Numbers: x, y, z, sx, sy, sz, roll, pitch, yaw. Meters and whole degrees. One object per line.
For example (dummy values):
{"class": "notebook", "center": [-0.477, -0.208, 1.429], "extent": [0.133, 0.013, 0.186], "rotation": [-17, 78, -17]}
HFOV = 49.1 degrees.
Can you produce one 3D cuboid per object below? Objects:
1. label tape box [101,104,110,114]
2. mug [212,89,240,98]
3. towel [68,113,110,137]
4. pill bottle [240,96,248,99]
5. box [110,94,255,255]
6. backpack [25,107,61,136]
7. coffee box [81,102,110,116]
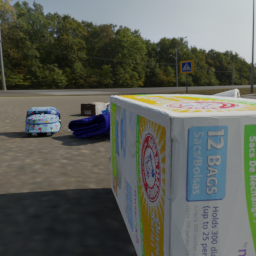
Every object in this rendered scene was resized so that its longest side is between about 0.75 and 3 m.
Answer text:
{"class": "label tape box", "center": [-0.808, -0.928, 14.265], "extent": [1.094, 0.362, 0.784], "rotation": [-11, 35, -6]}
{"class": "mug", "center": [1.682, 0.162, 6.121], "extent": [1.542, 1.878, 1.504], "rotation": [-6, 38, 26]}
{"class": "towel", "center": [-0.311, -0.166, 8.928], "extent": [2.627, 0.651, 1.940], "rotation": [-11, 2, -43]}
{"class": "pill bottle", "center": [4.304, -0.703, 11.403], "extent": [1.206, 1.206, 2.271], "rotation": [0, 9, -3]}
{"class": "box", "center": [0.626, 0.394, 2.967], "extent": [1.318, 1.462, 2.600], "rotation": [-2, 10, -11]}
{"class": "backpack", "center": [-2.796, -0.205, 9.175], "extent": [1.184, 0.872, 1.297], "rotation": [-1, 10, -10]}
{"class": "coffee box", "center": [-1.822, -1.079, 15.757], "extent": [0.950, 0.671, 1.681], "rotation": [4, 9, 24]}
